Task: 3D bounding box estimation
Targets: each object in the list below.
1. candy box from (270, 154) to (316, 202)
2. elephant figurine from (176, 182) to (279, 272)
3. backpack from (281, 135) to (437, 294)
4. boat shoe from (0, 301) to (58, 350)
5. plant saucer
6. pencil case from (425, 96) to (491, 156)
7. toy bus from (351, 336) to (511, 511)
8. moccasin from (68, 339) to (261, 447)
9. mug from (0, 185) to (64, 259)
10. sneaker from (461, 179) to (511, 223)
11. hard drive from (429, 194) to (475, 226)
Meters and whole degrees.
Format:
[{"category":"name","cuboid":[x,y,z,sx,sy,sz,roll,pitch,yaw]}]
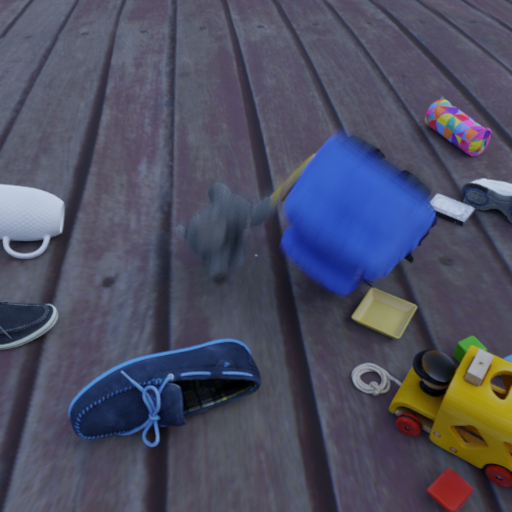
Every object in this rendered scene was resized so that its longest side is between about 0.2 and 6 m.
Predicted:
[{"category":"candy box","cuboid":[0.885,-1.548,11.156,0.174,1.317,0.673,54,33,9]},{"category":"elephant figurine","cuboid":[-0.557,-0.681,9.947,1.380,1.779,1.259,-10,54,-20]},{"category":"backpack","cuboid":[1.706,-0.580,9.478,2.345,2.421,2.886,33,6,8]},{"category":"boat shoe","cuboid":[-4.636,1.118,9.605,2.318,0.722,0.865,-5,41,-8]},{"category":"plant saucer","cuboid":[2.285,1.068,10.025,0.905,0.219,0.905,23,48,23]},{"category":"pencil case","cuboid":[5.213,-3.356,14.492,0.848,0.848,1.918,-15,46,-16]},{"category":"toy bus","cuboid":[3.116,2.029,8.059,2.767,1.430,2.611,-7,43,-9]},{"category":"moccasin","cuboid":[-1.270,1.999,8.269,2.873,1.156,0.980,-20,38,-19]},{"category":"mug","cuboid":[-4.662,-0.661,11.416,1.313,1.106,1.498,5,72,-14]},{"category":"sneaker","cuboid":[5.587,-1.245,12.224,2.042,0.761,0.890,32,46,29]},{"category":"hard drive","cuboid":[4.274,-1.020,12.371,0.901,0.170,0.629,29,50,27]}]
